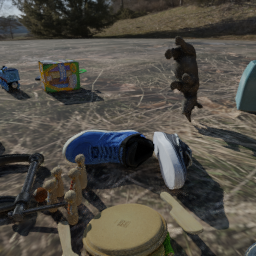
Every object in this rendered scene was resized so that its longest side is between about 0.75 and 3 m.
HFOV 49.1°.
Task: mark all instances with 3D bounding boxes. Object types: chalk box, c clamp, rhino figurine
[{"bbox_3d":[-3.292,-2.761,14.477,2.299,1.423,1.430,-9,22,-23],"label":"chalk box"},{"bbox_3d":[-2.478,1.186,6.173,2.261,0.358,2.647,-10,25,-10],"label":"c clamp"},{"bbox_3d":[2.029,-1.616,9.714,0.862,2.883,1.261,-7,3,34],"label":"rhino figurine"}]

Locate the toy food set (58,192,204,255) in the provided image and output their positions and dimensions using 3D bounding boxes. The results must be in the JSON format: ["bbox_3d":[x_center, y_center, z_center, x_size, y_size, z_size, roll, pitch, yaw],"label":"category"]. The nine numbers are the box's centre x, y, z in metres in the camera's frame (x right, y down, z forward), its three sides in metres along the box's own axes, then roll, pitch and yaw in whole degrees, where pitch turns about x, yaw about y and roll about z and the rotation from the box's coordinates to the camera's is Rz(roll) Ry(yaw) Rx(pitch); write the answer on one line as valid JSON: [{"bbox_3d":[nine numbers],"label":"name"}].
[{"bbox_3d":[-0.030,1.787,4.610,2.182,0.438,1.506,-12,17,-14],"label":"toy food set"}]

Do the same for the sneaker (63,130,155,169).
[{"bbox_3d":[-0.396,0.542,6.949,2.242,0.860,1.247,-4,13,-28],"label":"sneaker"}]

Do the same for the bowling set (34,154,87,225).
[{"bbox_3d":[-1.384,1.154,5.507,1.047,0.807,1.504,-1,22,-3],"label":"bowling set"}]

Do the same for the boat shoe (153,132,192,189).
[{"bbox_3d":[1.169,0.678,6.764,0.819,0.866,2.415,-2,15,-2],"label":"boat shoe"}]

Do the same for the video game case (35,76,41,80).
[{"bbox_3d":[-4.885,-3.036,16.893,1.212,0.115,0.866,-2,22,-2],"label":"video game case"}]

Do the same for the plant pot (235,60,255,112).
[{"bbox_3d":[5.497,-1.766,11.423,1.799,1.833,1.794,7,22,16],"label":"plant pot"}]

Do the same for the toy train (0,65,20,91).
[{"bbox_3d":[-6.174,-2.616,14.508,0.828,1.092,1.911,-15,26,-33],"label":"toy train"}]

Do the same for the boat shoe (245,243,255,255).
[{"bbox_3d":[2.644,1.675,4.064,2.466,0.923,0.763,-5,24,-17],"label":"boat shoe"}]
